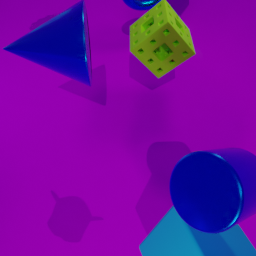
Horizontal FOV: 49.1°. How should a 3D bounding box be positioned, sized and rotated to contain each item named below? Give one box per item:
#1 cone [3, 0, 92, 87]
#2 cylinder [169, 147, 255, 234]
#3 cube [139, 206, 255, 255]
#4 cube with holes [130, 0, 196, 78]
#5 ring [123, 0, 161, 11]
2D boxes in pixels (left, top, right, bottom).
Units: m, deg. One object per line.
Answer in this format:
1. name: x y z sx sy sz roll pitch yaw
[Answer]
1. cone: -1.431 -1.416 4.886 1.468 1.463 1.463 -4 61 -4
2. cylinder: 1.119 0.706 3.395 0.904 0.904 0.904 1 51 -46
3. cube: 1.038 1.899 4.105 1.114 1.114 1.114 10 36 -32
4. cube with holes: 0.773 -2.055 6.516 1.040 1.040 1.040 -30 41 31
5. ring: 0.474 -3.688 7.219 1.445 1.445 0.289 -12 60 -7
